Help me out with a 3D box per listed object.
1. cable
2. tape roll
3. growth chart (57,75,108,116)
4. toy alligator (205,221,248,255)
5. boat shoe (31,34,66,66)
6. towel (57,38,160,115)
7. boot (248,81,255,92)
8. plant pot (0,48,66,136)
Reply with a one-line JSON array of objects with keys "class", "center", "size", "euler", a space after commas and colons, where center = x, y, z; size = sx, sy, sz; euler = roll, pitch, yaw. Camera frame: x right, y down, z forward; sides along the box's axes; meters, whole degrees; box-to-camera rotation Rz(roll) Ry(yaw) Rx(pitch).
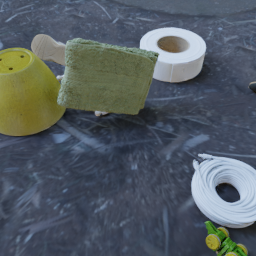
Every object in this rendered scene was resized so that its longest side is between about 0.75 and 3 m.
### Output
[{"class": "cable", "center": [2.562, 1.613, 7.168], "size": [1.872, 0.648, 1.873], "euler": [7, 49, 4]}, {"class": "tape roll", "center": [1.731, -2.942, 11.099], "size": [2.573, 0.900, 2.573], "euler": [1, 48, -1]}, {"class": "growth chart", "center": [-1.030, -1.483, 10.240], "size": [2.042, 0.250, 2.822], "euler": [-30, 55, -26]}, {"class": "toy alligator", "center": [2.375, 2.884, 6.129], "size": [0.645, 0.467, 1.945], "euler": [-3, 38, -49]}, {"class": "boat shoe", "center": [-2.300, -2.479, 9.252], "size": [2.209, 0.716, 0.795], "euler": [25, 96, 28]}, {"class": "towel", "center": [-0.559, -1.467, 8.497], "size": [2.975, 2.207, 0.543], "euler": [1, 31, -28]}, {"class": "boot", "center": [4.828, -1.104, 9.742], "size": [1.332, 0.516, 0.921], "euler": [20, 56, 18]}, {"class": "plant pot", "center": [-3.467, -1.366, 8.989], "size": [2.700, 1.916, 2.700], "euler": [0, 48, 0]}]
